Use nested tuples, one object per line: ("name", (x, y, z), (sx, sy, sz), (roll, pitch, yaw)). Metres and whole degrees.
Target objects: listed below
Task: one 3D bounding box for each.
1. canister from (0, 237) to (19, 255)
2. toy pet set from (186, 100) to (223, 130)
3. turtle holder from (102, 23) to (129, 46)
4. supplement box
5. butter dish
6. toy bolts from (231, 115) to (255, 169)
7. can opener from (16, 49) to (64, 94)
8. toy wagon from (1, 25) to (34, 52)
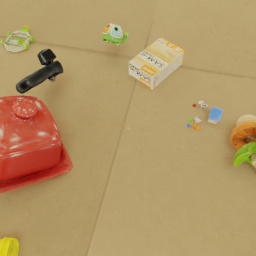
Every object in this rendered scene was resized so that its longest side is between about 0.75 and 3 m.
("canister", (-3.299, 2.984, 6.077), (1.503, 0.651, 1.116), (-1, 56, 1))
("toy pet set", (2.329, -0.422, 8.435), (0.896, 0.509, 0.959), (16, 58, 10))
("turtle holder", (-0.414, -3.083, 9.280), (0.851, 0.604, 0.647), (16, 20, -3))
("supplement box", (0.985, -2.241, 9.571), (1.090, 0.636, 1.729), (36, 64, 23))
("butter dish", (-2.695, 0.030, 6.926), (2.474, 1.834, 2.481), (-13, 60, -39))
("toy bolts", (4.151, 0.172, 7.258), (2.360, 2.254, 1.637), (19, 49, -9))
("can opener", (-2.466, -1.476, 7.769), (0.730, 0.905, 2.303), (-32, 22, 25))
("toy wagon", (-4.079, -3.375, 10.572), (1.021, 0.260, 1.316), (14, 57, 9))
